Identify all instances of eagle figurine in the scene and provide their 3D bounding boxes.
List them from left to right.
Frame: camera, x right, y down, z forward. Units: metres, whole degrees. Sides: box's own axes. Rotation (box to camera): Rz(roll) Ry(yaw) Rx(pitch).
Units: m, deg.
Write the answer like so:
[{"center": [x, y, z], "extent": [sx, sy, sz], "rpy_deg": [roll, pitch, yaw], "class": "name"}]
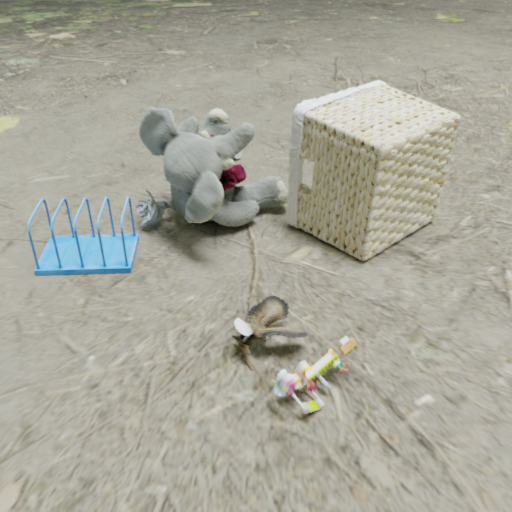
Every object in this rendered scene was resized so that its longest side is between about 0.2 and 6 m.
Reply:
[{"center": [0.156, 1.068, 8.247], "extent": [1.003, 0.761, 0.757], "rpy_deg": [-30, 6, -3], "class": "eagle figurine"}]

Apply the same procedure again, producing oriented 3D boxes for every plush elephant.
[{"center": [-0.940, -1.714, 10.640], "extent": [3.061, 2.370, 2.521], "rpy_deg": [-31, 85, -18], "class": "plush elephant"}]

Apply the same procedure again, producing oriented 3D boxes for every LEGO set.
[{"center": [0.868, 1.634, 7.438], "extent": [1.444, 0.664, 0.537], "rpy_deg": [-18, 51, -34], "class": "LEGO set"}]

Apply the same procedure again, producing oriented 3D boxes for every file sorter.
[{"center": [-3.116, -0.417, 10.199], "extent": [1.703, 1.045, 1.182], "rpy_deg": [-2, 33, -2], "class": "file sorter"}]

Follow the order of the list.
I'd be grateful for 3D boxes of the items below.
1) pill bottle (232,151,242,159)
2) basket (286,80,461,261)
[{"center": [-0.705, -2.706, 14.232], "extent": [0.726, 0.403, 0.403], "rpy_deg": [27, 42, 35], "class": "pill bottle"}, {"center": [2.155, -1.678, 10.763], "extent": [2.579, 2.555, 2.074], "rpy_deg": [-26, 43, -33], "class": "basket"}]
